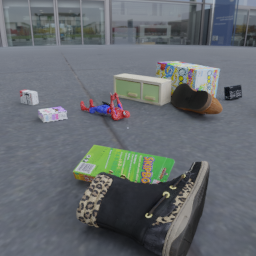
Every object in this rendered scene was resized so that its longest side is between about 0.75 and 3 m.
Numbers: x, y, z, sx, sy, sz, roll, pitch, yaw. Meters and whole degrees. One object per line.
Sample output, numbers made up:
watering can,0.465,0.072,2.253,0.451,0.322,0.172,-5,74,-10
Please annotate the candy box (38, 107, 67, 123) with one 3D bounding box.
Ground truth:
candy box,-2.763,-0.501,10.257,0.876,0.313,0.735,-12,23,-28

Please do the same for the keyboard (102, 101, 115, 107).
keyboard,-0.865,-0.965,11.851,0.406,0.155,0.781,14,9,-36

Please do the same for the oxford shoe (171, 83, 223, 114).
oxford shoe,2.642,-1.047,11.216,1.055,1.055,2.959,24,10,-23

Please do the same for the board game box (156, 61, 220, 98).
board game box,2.686,-2.245,13.204,1.436,1.462,2.788,-9,22,-31

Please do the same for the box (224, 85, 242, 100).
box,4.832,-1.643,12.862,0.841,0.594,0.332,-12,12,-30

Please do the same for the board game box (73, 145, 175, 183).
board game box,-0.080,0.870,5.964,1.997,0.299,0.954,6,37,25

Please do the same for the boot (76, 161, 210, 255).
boot,0.417,1.172,5.046,1.831,0.890,2.432,10,29,23

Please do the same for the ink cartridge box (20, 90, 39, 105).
ink cartridge box,-4.283,-1.326,12.128,0.763,0.550,0.319,11,23,27

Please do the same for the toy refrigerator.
toy refrigerator,0.577,-1.788,12.718,2.670,1.013,0.934,16,26,35

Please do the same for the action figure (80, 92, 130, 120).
action figure,-0.819,-0.963,10.466,2.301,1.139,0.751,20,28,37
